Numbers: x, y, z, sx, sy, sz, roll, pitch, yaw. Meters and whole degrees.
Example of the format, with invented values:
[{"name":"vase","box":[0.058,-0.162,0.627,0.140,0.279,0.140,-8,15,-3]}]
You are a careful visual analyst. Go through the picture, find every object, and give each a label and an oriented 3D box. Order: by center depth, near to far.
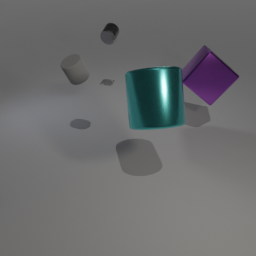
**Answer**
[{"name":"cylinder","box":[0.672,-0.727,6.958,1.400,1.400,1.400,-5,5,0]},{"name":"cylinder","box":[-1.663,-1.844,8.842,0.700,0.700,0.700,-12,48,13]},{"name":"cube","box":[2.915,-1.953,10.285,1.400,1.400,1.400,37,23,-11]},{"name":"cylinder","box":[-0.816,-4.254,12.643,0.700,0.700,0.700,8,50,13]}]
